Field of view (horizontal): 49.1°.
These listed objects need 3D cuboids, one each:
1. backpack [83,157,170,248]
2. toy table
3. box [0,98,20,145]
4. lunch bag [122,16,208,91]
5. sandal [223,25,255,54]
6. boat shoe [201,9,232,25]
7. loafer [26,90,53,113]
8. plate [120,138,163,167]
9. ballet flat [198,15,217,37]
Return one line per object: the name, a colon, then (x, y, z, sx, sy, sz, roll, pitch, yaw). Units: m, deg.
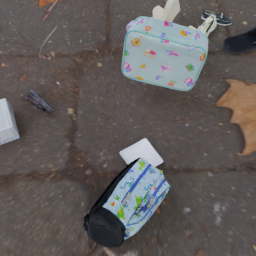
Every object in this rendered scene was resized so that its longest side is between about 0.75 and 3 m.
backpack: (0.049, 1.920, 7.524, 1.803, 1.913, 2.345, 22, 53, 5)
toy table: (1.401, -3.615, 10.713, 1.603, 2.516, 2.737, -43, 73, -4)
box: (-4.533, -0.105, 9.336, 1.403, 0.736, 1.290, -20, 60, -13)
lunch bag: (1.089, -2.311, 9.079, 2.635, 2.113, 1.016, 16, 55, 4)
sandal: (5.373, -3.849, 11.825, 2.808, 0.601, 1.068, -25, 61, -15)
boat shoe: (4.046, -5.023, 12.683, 1.379, 0.416, 0.521, 13, 53, 6)
loafer: (-3.183, -0.866, 10.065, 1.317, 0.473, 0.415, 39, 84, 28)
plate: (0.424, 0.959, 8.994, 1.050, 0.170, 1.048, -28, 61, -17)
ballet flat: (3.262, -4.276, 12.104, 0.677, 0.677, 1.888, 30, 63, 18)
